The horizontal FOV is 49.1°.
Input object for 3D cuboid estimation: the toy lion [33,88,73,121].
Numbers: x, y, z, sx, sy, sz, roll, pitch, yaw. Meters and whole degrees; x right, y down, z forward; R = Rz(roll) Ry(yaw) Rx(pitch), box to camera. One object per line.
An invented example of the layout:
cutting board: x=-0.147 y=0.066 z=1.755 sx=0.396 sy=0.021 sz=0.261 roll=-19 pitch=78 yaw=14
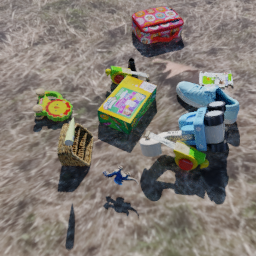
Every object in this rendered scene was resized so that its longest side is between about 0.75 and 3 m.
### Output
toy lion: x=-3.160 y=-0.956 z=11.931 sx=1.565 sy=0.560 sz=1.632 roll=0 pitch=49 yaw=-9

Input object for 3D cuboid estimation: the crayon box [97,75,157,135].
crayon box: x=0.014 y=-1.039 z=11.787 sx=1.497 sy=0.734 sz=2.520 roll=23 pitch=54 yaw=18

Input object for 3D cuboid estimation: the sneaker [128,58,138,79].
sneaker: x=0.197 y=-2.740 z=13.273 sx=0.462 sy=0.657 sz=1.236 roll=-10 pitch=51 yaw=-8

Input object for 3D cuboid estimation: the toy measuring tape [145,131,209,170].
toy measuring tape: x=1.681 y=0.884 z=10.002 sx=2.448 sy=0.901 sz=0.901 roll=23 pitch=53 yaw=5

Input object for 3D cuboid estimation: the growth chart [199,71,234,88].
growth chart: x=4.161 y=-2.292 z=13.244 sx=1.662 sy=0.147 sz=1.203 roll=1 pitch=51 yaw=1

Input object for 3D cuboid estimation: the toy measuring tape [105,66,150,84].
toy measuring tape: x=-0.075 y=-2.375 z=13.120 sx=2.171 sy=0.799 sz=0.799 roll=6 pitch=46 yaw=-24

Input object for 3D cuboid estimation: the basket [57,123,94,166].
basket: x=-1.890 y=0.553 z=10.249 sx=1.095 sy=1.049 sz=1.470 roll=1 pitch=50 yaw=3

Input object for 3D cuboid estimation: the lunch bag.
lunch bag: x=1.667 y=-5.582 z=15.473 sx=2.629 sy=1.077 sz=2.315 roll=-19 pitch=57 yaw=-14

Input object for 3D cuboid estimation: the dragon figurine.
dragon figurine: x=-0.236 y=1.658 z=9.263 sx=1.216 sy=0.358 sz=0.605 roll=33 pitch=100 yaw=8

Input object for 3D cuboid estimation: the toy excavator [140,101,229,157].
toy excavator: x=2.122 y=0.214 z=10.288 sx=2.838 sy=1.417 sz=2.759 roll=-5 pitch=22 yaw=25

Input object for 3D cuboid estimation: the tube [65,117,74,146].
tube: x=-1.821 y=0.124 z=8.898 sx=0.303 sy=0.271 sz=1.044 roll=-27 pitch=37 yaw=20

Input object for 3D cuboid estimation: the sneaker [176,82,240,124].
sneaker: x=3.391 y=-1.415 z=11.797 sx=2.958 sy=1.212 sz=1.093 roll=33 pitch=56 yaw=25
